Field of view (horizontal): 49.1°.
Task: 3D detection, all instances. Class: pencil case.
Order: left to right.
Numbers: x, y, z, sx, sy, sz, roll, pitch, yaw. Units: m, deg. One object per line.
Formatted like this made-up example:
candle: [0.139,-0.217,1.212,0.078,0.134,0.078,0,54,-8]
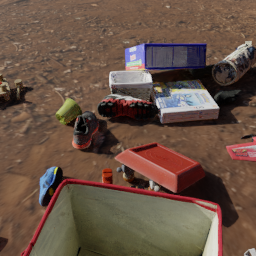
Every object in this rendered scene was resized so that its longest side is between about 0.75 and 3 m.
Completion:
pencil case: [5.154,-3.094,13.406,1.164,1.338,2.992,6,32,43]

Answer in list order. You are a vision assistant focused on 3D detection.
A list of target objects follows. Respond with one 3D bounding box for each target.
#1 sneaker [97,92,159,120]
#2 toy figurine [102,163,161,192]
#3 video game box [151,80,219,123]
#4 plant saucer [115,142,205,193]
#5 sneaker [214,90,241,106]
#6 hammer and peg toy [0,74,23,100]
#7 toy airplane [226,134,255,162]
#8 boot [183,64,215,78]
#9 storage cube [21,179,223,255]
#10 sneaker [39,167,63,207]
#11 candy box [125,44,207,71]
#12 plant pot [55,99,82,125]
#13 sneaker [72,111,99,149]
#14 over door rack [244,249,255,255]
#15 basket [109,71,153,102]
sneaker: [0.029,-0.890,10.846,2.341,0.828,1.144,4,33,1]
toy figurine: [0.105,1.544,7.487,1.477,1.027,1.454,22,36,29]
video game box: [2.206,-1.147,11.430,2.221,0.571,2.437,-4,37,-6]
plant saucer: [1.015,0.972,8.034,2.043,0.376,2.047,25,18,31]
sneaker: [4.106,-1.226,11.619,0.799,0.460,1.533,15,36,27]
hammer and peg toy: [-5.577,-1.721,12.057,2.091,0.737,1.538,-16,39,-21]
toy airplane: [4.472,1.083,8.432,2.857,0.525,2.857,5,35,-4]
boot: [3.777,-3.026,14.009,1.802,0.610,1.177,-7,31,-12]
storage cube: [-0.101,2.756,4.356,2.977,2.676,2.544,6,37,10]
sneaker: [-2.254,1.642,7.821,0.526,0.442,1.342,-10,36,15]
candy box: [1.639,-3.224,12.858,2.975,1.146,2.515,-5,12,-17]
plant pot: [-2.275,-0.556,10.539,0.823,0.823,0.757,22,53,27]
sneaker: [-1.474,-0.157,9.859,0.777,0.826,2.016,1,36,1]
over door rack: [3.523,3.133,5.541,1.493,0.673,2.020,-6,37,-10]
basket: [0.111,-1.675,11.727,1.724,1.064,1.169,-2,36,-2]
